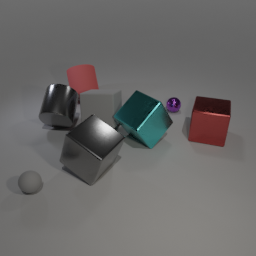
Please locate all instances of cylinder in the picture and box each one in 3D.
[{"bbox_3d":[-2.230,-2.268,13.912,1.400,1.400,1.400,-12,-3,-1],"label":"cylinder"},{"bbox_3d":[-2.867,-0.890,11.705,1.400,1.400,1.400,4,64,7],"label":"cylinder"}]

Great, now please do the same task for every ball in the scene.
[{"bbox_3d":[2.147,-1.101,13.178,0.700,0.700,0.700,0,32,0],"label":"ball"},{"bbox_3d":[-3.028,1.663,8.655,0.700,0.700,0.700,0,32,0],"label":"ball"}]

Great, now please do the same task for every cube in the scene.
[{"bbox_3d":[3.264,-0.296,11.194,1.400,1.400,1.400,10,33,15],"label":"cube"},{"bbox_3d":[-1.173,0.697,9.158,1.400,1.400,1.400,35,43,11],"label":"cube"},{"bbox_3d":[0.610,-0.332,10.762,1.400,1.400,1.400,-50,48,-9],"label":"cube"},{"bbox_3d":[-1.080,-0.831,11.652,1.400,1.400,1.400,1,14,12],"label":"cube"}]
